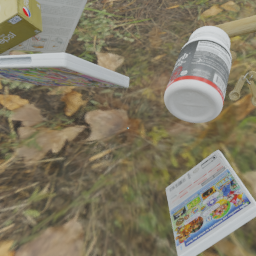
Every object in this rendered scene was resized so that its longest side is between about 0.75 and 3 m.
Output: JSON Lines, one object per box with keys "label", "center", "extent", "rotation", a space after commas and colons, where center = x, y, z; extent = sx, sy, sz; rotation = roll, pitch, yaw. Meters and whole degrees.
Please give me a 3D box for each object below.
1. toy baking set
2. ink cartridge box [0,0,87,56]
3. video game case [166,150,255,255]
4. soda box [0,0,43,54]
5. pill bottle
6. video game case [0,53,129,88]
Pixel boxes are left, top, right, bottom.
{"label": "toy baking set", "center": [2.173, -1.249, 6.001], "extent": [2.636, 2.023, 0.307], "rotation": [-6, 29, 15]}
{"label": "ink cartridge box", "center": [-2.537, -3.015, 7.366], "extent": [2.413, 2.969, 0.847], "rotation": [-7, 66, -36]}
{"label": "video game case", "center": [1.305, 1.211, 4.844], "extent": [1.374, 0.173, 1.918], "rotation": [-40, 13, 14]}
{"label": "soda box", "center": [-3.024, -2.174, 6.237], "extent": [2.277, 0.729, 0.771], "rotation": [-17, 70, 22]}
{"label": "pill bottle", "center": [1.150, -0.876, 4.410], "extent": [0.852, 0.852, 1.471], "rotation": [15, 56, 13]}
{"label": "video game case", "center": [-1.720, -1.175, 6.022], "extent": [2.897, 2.074, 0.261], "rotation": [7, 91, 30]}
